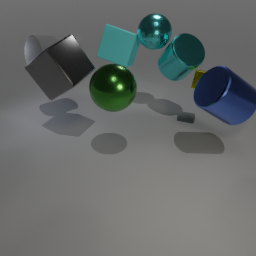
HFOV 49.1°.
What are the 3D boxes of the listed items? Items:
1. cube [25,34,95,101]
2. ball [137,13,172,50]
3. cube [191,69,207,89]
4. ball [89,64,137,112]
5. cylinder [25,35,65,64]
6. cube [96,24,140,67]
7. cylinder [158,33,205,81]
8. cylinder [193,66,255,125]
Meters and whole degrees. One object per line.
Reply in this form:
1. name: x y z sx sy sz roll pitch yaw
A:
1. cube: -2.271 -2.029 9.470 1.400 1.400 1.400 -20 23 40
2. ball: 1.070 -3.862 11.285 1.400 1.400 1.400 0 29 0
3. cube: 2.865 -1.832 10.744 0.700 0.700 0.700 16 20 12
4. ball: -0.436 -1.173 8.210 1.400 1.400 1.400 0 29 0
5. cylinder: -3.084 -2.896 10.991 1.400 1.400 1.400 -16 32 -43
6. cube: -0.362 -3.579 12.259 1.400 1.400 1.400 22 18 6
7. cylinder: 2.086 -2.775 11.118 1.400 1.400 1.400 -13 -10 -21
8. cylinder: 2.991 -0.974 8.596 1.400 1.400 1.400 25 18 -28
